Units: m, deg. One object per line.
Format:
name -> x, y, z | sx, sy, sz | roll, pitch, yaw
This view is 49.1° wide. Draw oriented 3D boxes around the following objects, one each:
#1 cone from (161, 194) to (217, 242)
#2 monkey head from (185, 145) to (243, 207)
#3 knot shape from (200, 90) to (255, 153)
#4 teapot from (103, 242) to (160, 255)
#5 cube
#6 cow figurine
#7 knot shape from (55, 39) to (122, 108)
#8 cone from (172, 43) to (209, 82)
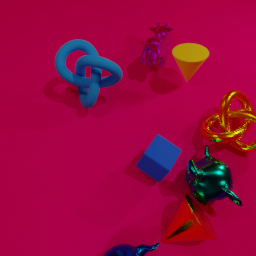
cone -> 1.319, 2.525, 6.996 | 1.240, 1.236, 1.236 | -38, 68, 12
monkey head -> 2.084, 1.197, 7.187 | 1.161, 1.386, 1.927 | -22, 48, 3
knot shape -> 3.158, -0.052, 7.982 | 1.721, 0.850, 1.839 | 41, 85, 18
teapot -> -0.028, 3.236, 6.304 | 1.898, 0.929, 1.180 | -45, 99, -14
cube -> 0.818, 0.818, 7.543 | 0.792, 0.792, 0.792 | 34, 54, 6
cow figurine -> 0.946, -2.764, 9.132 | 0.855, 1.557, 1.532 | 8, 97, 20
knot shape -> -1.198, -1.473, 8.256 | 1.979, 1.852, 0.914 | 25, 39, 15
cone -> 1.872, -1.868, 8.661 | 1.073, 1.077, 1.073 | -2, 45, 2
